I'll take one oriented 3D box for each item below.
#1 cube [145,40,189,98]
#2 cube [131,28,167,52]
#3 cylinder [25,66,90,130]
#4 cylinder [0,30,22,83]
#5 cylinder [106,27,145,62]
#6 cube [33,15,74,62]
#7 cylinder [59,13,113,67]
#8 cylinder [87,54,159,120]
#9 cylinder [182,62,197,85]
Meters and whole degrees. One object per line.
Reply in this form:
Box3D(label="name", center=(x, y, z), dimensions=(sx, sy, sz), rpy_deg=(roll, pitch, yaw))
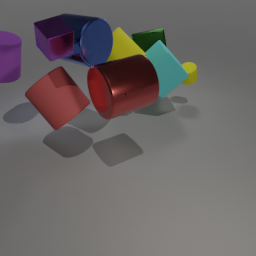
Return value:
Box3D(label="cube", center=(1.300, -2.340, 11.189), dimensions=(1.400, 1.400, 1.400), rpy_deg=(-40, 33, 18))
Box3D(label="cube", center=(0.962, -3.471, 12.529), dimensions=(1.400, 1.400, 1.400), rpy_deg=(-9, 6, 3))
Box3D(label="cylinder", center=(-2.100, -0.887, 8.458), dimensions=(1.400, 1.400, 1.400), rpy_deg=(-37, 12, 9))
Box3D(label="cylinder", center=(-4.450, -2.487, 9.704), dimensions=(1.400, 1.400, 1.400), rpy_deg=(11, 32, -7))
Box3D(label="cylinder", center=(-0.316, -2.727, 10.424), dimensions=(1.400, 1.400, 1.400), rpy_deg=(42, 31, -13))
Box3D(label="cube", center=(-1.812, -2.208, 6.910), dimensions=(0.700, 0.700, 0.700), rpy_deg=(-30, 66, -27))
Box3D(label="cylinder", center=(-1.401, -2.614, 8.356), dimensions=(1.400, 1.400, 1.400), rpy_deg=(21, 38, 32))
Box3D(label="cylinder", center=(-0.142, -1.082, 7.288), dimensions=(1.400, 1.400, 1.400), rpy_deg=(-21, 38, -26))
Box3D(label="cylinder", center=(2.611, -2.342, 12.070), dimensions=(0.700, 0.700, 0.700), rpy_deg=(-8, 53, 11))
